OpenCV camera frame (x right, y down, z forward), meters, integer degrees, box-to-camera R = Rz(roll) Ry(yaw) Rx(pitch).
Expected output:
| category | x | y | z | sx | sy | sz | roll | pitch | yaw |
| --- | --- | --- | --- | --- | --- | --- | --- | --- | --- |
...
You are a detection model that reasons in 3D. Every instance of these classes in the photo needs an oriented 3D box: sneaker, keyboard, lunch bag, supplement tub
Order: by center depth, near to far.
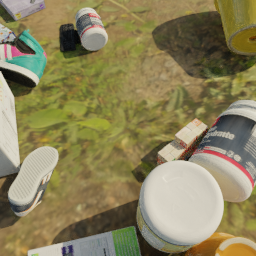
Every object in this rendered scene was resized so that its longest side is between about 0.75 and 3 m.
| category | x | y | z | sx | sy | sz | roll | pitch | yaw |
| --- | --- | --- | --- | --- | --- | --- | --- | --- | --- |
| supplement tub | 0.932 | 1.685 | 5.684 | 1.487 | 2.059 | 1.487 | 0 | 61 | 0 |
| supplement tub | 2.551 | 0.515 | 6.701 | 1.506 | 1.506 | 2.146 | 32 | 64 | 17 |
| sneaker | -2.290 | 1.250 | 6.791 | 0.746 | 0.755 | 1.903 | 17 | 36 | 3 |
| sneaker | -3.630 | -2.419 | 8.666 | 2.619 | 1.095 | 1.581 | 23 | 67 | 4 |
| lunch bag | -4.293 | -2.889 | 9.287 | 0.830 | 0.604 | 0.976 | 35 | 79 | 19 |
| supplement tub | -1.244 | -3.294 | 9.341 | 0.879 | 0.879 | 1.252 | -16 | 61 | -9 |
| keyboard | -2.009 | -3.208 | 9.658 | 0.696 | 0.265 | 1.337 | -8 | 61 | -5 |

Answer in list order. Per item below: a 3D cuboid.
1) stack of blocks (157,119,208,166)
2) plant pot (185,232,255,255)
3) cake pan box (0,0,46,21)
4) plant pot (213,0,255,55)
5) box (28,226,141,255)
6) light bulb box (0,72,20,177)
| category | x | y | z | sx | sy | sz | roll | pitch | yaw |
| --- | --- | --- | --- | --- | --- | --- | --- | --- | --- |
| stack of blocks | 1.375 | 0.463 | 7.098 | 1.374 | 0.791 | 0.403 | -35 | 57 | -22 |
| plant pot | 1.953 | 2.755 | 5.377 | 1.597 | 1.462 | 1.597 | 0 | 58 | 0 |
| cake pan box | -4.004 | -4.753 | 10.518 | 1.285 | 0.365 | 1.396 | -34 | 65 | -21 |
| plant pot | 4.001 | -3.793 | 8.831 | 2.607 | 2.607 | 2.453 | 6 | 75 | 4 |
| box | -0.804 | 3.169 | 5.780 | 2.361 | 0.429 | 1.704 | -11 | 61 | -5 |
| light bulb box | -3.790 | -0.363 | 6.637 | 1.590 | 2.525 | 2.547 | -14 | 59 | -9 |
